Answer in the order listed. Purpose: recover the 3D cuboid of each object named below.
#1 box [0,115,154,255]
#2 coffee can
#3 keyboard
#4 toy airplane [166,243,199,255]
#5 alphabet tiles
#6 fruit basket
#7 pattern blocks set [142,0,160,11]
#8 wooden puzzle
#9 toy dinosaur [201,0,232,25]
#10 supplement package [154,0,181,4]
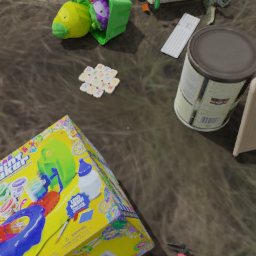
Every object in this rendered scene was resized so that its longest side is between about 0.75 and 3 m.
[{"bbox_3d":[-1.568,1.821,5.678,2.910,1.775,2.803,-36,46,-3],"label":"box"},{"bbox_3d":[2.397,-1.299,7.989,1.846,2.522,1.846,0,60,0],"label":"coffee can"},{"bbox_3d":[2.035,-3.565,10.689,0.663,0.126,2.356,25,63,13],"label":"keyboard"},{"bbox_3d":[1.039,3.971,6.129,2.760,0.508,2.760,0,60,0],"label":"toy airplane"},{"bbox_3d":[-0.992,-1.647,9.599,1.322,0.096,1.293,26,63,14],"label":"alphabet tiles"},{"bbox_3d":[-1.562,-4.317,10.245,2.766,1.995,2.766,9,49,-11],"label":"fruit basket"},{"bbox_3d":[0.869,-5.460,10.879,0.164,1.779,2.024,-5,53,-23],"label":"pattern blocks set"},{"bbox_3d":[4.201,-0.514,7.606,2.768,2.561,0.515,-15,43,-10],"label":"wooden puzzle"},{"bbox_3d":[3.517,-5.071,11.303,1.125,0.606,2.553,-8,60,12],"label":"toy dinosaur"},{"bbox_3d":[1.949,-5.745,11.144,1.836,1.100,1.113,-9,101,-6],"label":"supplement package"}]
